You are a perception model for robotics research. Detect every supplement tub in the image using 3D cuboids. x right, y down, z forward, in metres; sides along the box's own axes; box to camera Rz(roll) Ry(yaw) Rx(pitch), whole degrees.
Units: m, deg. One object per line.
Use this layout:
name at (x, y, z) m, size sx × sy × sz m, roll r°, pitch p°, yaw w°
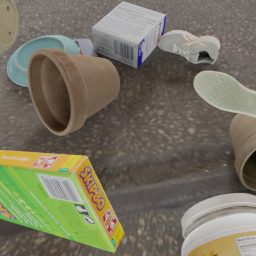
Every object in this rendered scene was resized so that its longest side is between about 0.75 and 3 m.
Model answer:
supplement tub at (2.166, 2.915, 5.057) m, size 2.121 × 2.121 × 2.938 m, roll -4°, pitch 44°, yaw -3°

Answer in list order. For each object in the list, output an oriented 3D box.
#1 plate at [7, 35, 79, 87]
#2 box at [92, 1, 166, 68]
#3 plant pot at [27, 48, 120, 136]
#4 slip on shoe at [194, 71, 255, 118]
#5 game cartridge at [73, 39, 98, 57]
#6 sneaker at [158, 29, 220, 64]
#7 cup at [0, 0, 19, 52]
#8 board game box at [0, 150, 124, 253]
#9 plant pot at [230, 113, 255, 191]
plate at (-3.146, -2.607, 10.212) m, size 2.732 × 0.349 × 2.732 m, roll -4°, pitch 55°, yaw 6°
box at (0.074, -3.591, 10.659) m, size 1.985 × 1.132 × 2.158 m, roll 26°, pitch 58°, yaw 19°
plant pot at (-1.462, -1.260, 8.371) m, size 2.151 × 2.467 × 2.467 m, roll -24°, pitch 55°, yaw -37°
slip on shoe at (2.276, -0.708, 6.103) m, size 1.940 × 0.719 × 0.594 m, roll 17°, pitch 12°, yaw -12°
game cartridge at (-2.229, -2.780, 10.558) m, size 1.978 × 0.404 × 1.317 m, roll -16°, pitch 51°, yaw -12°
sneaker at (2.241, -2.928, 10.382) m, size 2.316 × 0.877 × 1.065 m, roll 7°, pitch 58°, yaw 7°
cup at (-3.775, -2.701, 6.820) m, size 1.746 × 2.442 × 2.442 m, roll 10°, pitch 54°, yaw 2°
board game box at (-1.563, 0.989, 4.261) m, size 2.972 × 1.420 × 0.446 m, roll -2°, pitch 34°, yaw 31°
plant pot at (3.593, 0.363, 7.393) m, size 2.003 × 2.003 × 1.738 m, roll -4°, pitch 38°, yaw -3°
